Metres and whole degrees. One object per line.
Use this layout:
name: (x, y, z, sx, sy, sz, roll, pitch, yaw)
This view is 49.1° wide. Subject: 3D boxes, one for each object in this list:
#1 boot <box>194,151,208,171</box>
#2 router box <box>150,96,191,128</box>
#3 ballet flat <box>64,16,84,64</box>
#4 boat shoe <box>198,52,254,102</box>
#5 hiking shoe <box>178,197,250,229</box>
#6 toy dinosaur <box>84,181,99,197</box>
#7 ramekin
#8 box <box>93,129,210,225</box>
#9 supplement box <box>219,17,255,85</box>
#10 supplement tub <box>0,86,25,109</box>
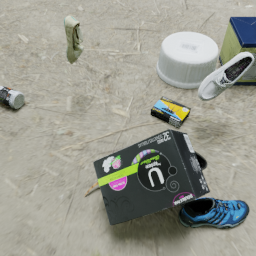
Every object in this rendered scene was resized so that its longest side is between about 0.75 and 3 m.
boot: (1.175, 0.752, 8.088, 2.323, 1.518, 0.787, 32, 56, 25)
router box: (1.533, -0.594, 10.088, 1.186, 0.303, 0.884, 27, 54, 22)
ballet flat: (-1.706, -2.743, 9.064, 0.605, 1.742, 0.605, 1, 52, -2)
boat shoe: (2.824, -1.432, 8.121, 0.677, 1.881, 0.644, 53, 21, -3)
hiking shoe: (2.303, 2.175, 7.290, 1.923, 0.834, 0.715, -7, 49, -6)
toy dinosaur: (-0.256, 1.463, 8.092, 1.986, 0.600, 1.055, 3, 50, 3)
ramekin: (2.453, -2.865, 11.485, 2.512, 1.224, 2.512, 0, 48, 0)
box: (0.549, 1.200, 6.835, 2.204, 1.370, 1.637, -26, 73, 24)
supplement box: (4.669, -3.046, 11.139, 1.317, 1.960, 1.962, 1, 49, 1)
supplement tub: (-4.442, -1.156, 10.358, 1.070, 0.656, 0.656, 20, 52, 16)
